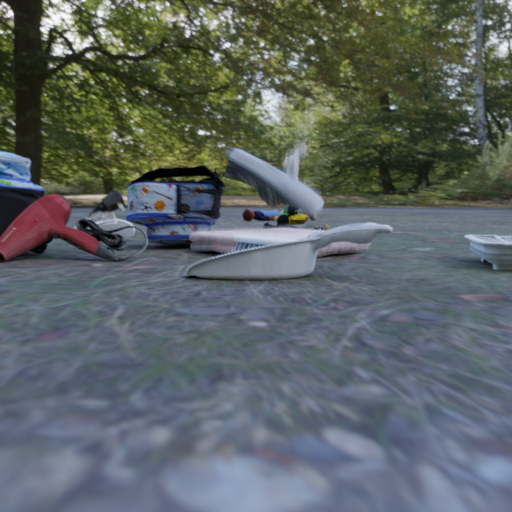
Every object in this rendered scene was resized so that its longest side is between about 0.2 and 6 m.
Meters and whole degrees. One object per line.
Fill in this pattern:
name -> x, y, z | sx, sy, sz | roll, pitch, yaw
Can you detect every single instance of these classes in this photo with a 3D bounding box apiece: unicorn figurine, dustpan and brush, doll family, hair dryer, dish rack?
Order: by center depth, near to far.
dustpan and brush -> 0.571, -0.107, 8.240 | 2.835, 0.811, 1.978 | 3, 7, 25
dish rack -> 4.713, -0.052, 9.316 | 2.215, 0.482, 1.901 | 1, 6, 12
hair dryer -> -3.494, -0.504, 10.289 | 2.643, 0.718, 2.013 | -17, 40, -16
unicorn figurine -> 0.911, -2.114, 13.467 | 0.508, 1.376, 0.945 | 23, 30, 6
doll family -> 0.724, -0.936, 15.617 | 2.548, 1.000, 1.473 | -1, 8, 44

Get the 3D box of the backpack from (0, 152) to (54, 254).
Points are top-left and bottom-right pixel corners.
backpack -> -5.881, -1.126, 11.513 | 2.681, 2.153, 2.929 | 0, 1, -35

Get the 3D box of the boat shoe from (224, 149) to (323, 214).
boat shoe -> 0.343, -1.500, 12.215 | 2.547, 0.721, 0.874 | 35, 17, 29

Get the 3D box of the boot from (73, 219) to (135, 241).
boot -> -3.923, -0.700, 14.625 | 1.607, 0.585, 0.726 | -1, 12, 0

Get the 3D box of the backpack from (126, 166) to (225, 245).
backpack -> -1.902, -1.057, 12.731 | 2.097, 1.696, 2.202 | 8, -8, -9

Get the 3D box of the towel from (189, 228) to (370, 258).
towel -> 0.436, -0.268, 11.391 | 2.775, 0.447, 2.650 | -6, 8, -38
